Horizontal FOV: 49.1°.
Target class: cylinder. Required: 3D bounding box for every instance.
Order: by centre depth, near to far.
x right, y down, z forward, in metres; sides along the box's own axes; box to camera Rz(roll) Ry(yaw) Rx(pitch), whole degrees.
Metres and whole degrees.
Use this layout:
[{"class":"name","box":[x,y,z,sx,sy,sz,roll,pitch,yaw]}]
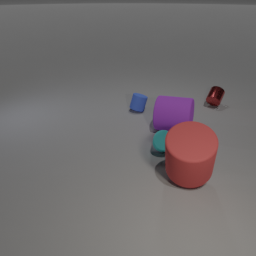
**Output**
[{"class":"cylinder","box":[1.766,0.766,7.977,1.400,1.400,1.400,-4,49,5]},{"class":"cylinder","box":[1.218,0.467,9.748,0.700,0.700,0.700,2,-9,4]},{"class":"cylinder","box":[1.837,-0.544,11.156,1.400,1.400,1.400,7,28,18]},{"class":"cylinder","box":[0.491,-1.199,13.060,0.700,0.700,0.700,15,18,-5]},{"class":"cylinder","box":[4.192,-1.528,13.437,0.700,0.700,0.700,17,65,30]}]
